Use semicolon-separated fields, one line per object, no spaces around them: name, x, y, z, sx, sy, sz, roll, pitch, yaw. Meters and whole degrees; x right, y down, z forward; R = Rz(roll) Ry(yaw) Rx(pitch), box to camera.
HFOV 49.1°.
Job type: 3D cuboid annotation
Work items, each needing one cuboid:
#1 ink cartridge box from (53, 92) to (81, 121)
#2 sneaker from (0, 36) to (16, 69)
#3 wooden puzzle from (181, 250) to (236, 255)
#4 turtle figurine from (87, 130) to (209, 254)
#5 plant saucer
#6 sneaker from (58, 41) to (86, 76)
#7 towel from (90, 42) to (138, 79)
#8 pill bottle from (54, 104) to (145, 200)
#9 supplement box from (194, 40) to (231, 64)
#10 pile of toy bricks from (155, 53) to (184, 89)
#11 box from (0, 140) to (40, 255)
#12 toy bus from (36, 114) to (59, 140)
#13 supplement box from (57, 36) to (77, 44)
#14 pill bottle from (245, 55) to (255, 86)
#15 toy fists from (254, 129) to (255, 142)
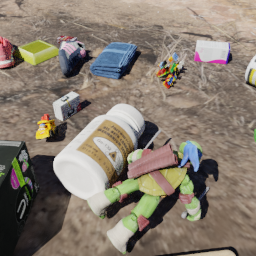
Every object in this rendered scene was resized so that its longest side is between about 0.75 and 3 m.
ink cartridge box;-2.249;-0.804;10.416;0.396;0.697;0.957;26;47;28
sneaker;-6.242;-4.108;13.905;1.086;1.278;2.947;-15;42;-18
wooden puzzle;1.242;3.839;5.100;2.599;0.523;2.809;-5;45;-6
turtle figurine;0.667;1.601;7.083;2.897;2.988;2.150;-36;92;-6
plant saucer;-4.676;-4.005;14.437;1.816;0.435;1.818;28;47;29
sneaker;-2.617;-3.456;13.337;1.176;1.006;2.867;-6;41;-2
towel;-0.649;-3.384;13.501;1.580;0.687;2.831;10;41;13
pill bottle;-0.648;0.544;8.076;1.614;1.614;2.822;19;43;21
supplement box;4.144;-3.758;13.855;1.594;0.807;0.824;8;41;10
pile of toy bricks;1.667;-2.541;12.505;0.916;1.029;1.855;-17;34;47
box;-3.338;1.760;6.421;1.586;1.895;2.551;4;40;4
toy bus;-2.710;-0.055;9.242;0.563;0.797;0.830;-9;8;11
supplement box;-3.379;-4.851;15.550;0.996;0.303;0.542;11;41;15
pill bottle;6.223;-2.026;11.304;1.426;1.426;2.546;-29;49;-30
toy fists;4.549;0.477;9.089;0.698;0.471;1.368;5;38;-6
